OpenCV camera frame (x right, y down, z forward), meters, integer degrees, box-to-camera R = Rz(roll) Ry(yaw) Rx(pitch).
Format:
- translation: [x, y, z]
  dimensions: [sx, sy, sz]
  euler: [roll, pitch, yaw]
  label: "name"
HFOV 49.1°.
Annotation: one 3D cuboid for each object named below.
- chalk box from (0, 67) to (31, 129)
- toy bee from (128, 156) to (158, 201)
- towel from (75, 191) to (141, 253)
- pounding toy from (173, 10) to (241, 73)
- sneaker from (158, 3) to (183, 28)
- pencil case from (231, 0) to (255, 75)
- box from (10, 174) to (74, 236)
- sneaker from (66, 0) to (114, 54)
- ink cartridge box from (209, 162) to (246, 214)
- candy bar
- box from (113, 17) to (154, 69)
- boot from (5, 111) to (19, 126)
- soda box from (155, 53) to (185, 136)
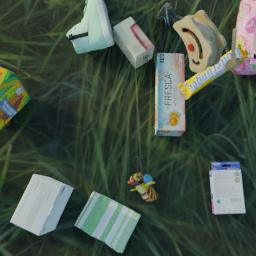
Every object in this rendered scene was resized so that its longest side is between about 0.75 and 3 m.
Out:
- translation: [-4.717, -0.872, 9.389]
  dimensions: [1.379, 1.389, 2.225]
  euler: [24, 63, 24]
  label: "chalk box"
- translation: [0.354, 1.859, 9.429]
  dimensions: [1.543, 0.839, 1.010]
  euler: [45, 125, 18]
  label: "toy bee"
- translation: [-0.690, 3.136, 9.449]
  dimensions: [1.838, 0.215, 1.402]
  euler: [27, 78, 6]
  label: "towel"
- translation: [2.145, -2.218, 7.446]
  dimensions: [1.091, 1.088, 1.902]
  euler: [-29, 82, -21]
  label: "pounding toy"
- translation: [1.883, -4.147, 11.045]
  dimensions: [0.667, 0.596, 1.629]
  euler: [-45, 80, 14]
  label: "sneaker"
- translation: [4.650, -3.445, 10.452]
  dimensions: [1.294, 1.294, 2.961]
  euler: [13, 76, 3]
  label: "pencil case"
- translation: [-2.653, 2.404, 8.925]
  dimensions: [1.020, 1.561, 1.553]
  euler: [22, 78, 7]
  label: "box"
- translation: [-1.667, -4.244, 10.745]
  dimensions: [1.755, 1.095, 2.975]
  euler: [-16, 68, 9]
  label: "sneaker"
- translation: [3.385, 2.044, 9.632]
  dimensions: [1.037, 0.365, 1.738]
  euler: [-1, 80, -1]
  label: "ink cartridge box"
- translation: [2.552, -1.708, 8.473]
  dimensions: [2.250, 0.249, 0.561]
  euler: [-35, 74, 18]
  label: "candy bar"
- translation: [0.202, -3.187, 10.531]
  dimensions: [0.825, 0.968, 1.514]
  euler: [-33, 79, -7]
  label: "box"
- translation: [-4.659, -0.699, 10.293]
  dimensions: [1.154, 0.371, 1.075]
  euler: [18, 76, 9]
  label: "boot"
- translation: [1.490, -1.180, 10.086]
  dimensions: [0.991, 0.922, 2.899]
  euler: [2, 76, 1]
  label: "soda box"
